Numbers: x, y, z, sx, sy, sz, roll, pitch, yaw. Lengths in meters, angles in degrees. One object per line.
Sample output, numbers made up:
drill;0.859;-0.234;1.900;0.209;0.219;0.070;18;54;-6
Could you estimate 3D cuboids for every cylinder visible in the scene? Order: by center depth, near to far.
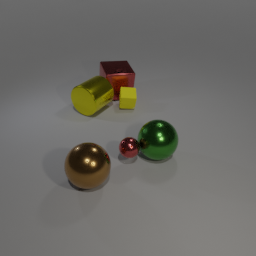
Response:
cylinder;-1.573;-1.456;12.486;1.400;1.400;1.400;18;37;26

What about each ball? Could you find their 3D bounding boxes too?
ball;-1.216;1.132;8.482;1.400;1.400;1.400;0;33;0
ball;0.045;0.646;9.251;0.700;0.700;0.700;0;33;0
ball;1.023;0.405;9.606;1.400;1.400;1.400;0;33;0

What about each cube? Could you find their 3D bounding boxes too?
cube;-0.013;-1.360;12.728;0.700;0.700;0.700;3;51;-7
cube;-0.569;-2.327;13.629;1.400;1.400;1.400;-6;40;-17
